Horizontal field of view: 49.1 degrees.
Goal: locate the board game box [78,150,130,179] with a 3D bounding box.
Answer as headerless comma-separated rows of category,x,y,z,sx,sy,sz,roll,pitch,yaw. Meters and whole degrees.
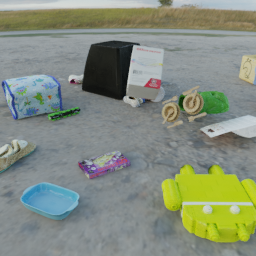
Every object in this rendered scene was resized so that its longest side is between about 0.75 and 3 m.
board game box,-0.759,1.150,9.004,1.456,0.235,0.874,-15,33,-29

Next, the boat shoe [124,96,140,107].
boat shoe,0.134,-1.519,14.140,0.501,0.578,1.355,-18,29,-17

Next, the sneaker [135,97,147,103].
sneaker,0.687,-1.601,14.641,0.501,0.345,0.900,-17,34,-21

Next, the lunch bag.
lunch bag,-4.602,-1.700,13.297,2.275,1.705,2.676,-14,38,-27

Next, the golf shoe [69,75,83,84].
golf shoe,-3.005,-2.993,17.542,1.457,0.549,0.667,-3,38,3

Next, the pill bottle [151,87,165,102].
pill bottle,1.250,-1.989,14.878,0.866,0.866,1.448,-9,27,-18

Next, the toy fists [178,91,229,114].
toy fists,3.277,-1.123,12.048,1.428,0.963,2.802,3,5,-11

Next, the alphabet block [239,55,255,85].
alphabet block,8.280,-3.721,17.753,1.585,1.577,1.615,-4,25,-13

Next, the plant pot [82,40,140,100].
plant pot,-0.707,-3.492,16.001,2.981,2.651,2.988,18,32,34

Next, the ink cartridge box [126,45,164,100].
ink cartridge box,0.781,-2.545,12.997,1.450,1.995,1.443,9,-15,-2

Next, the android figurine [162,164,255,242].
android figurine,2.170,1.819,7.167,2.547,0.575,2.798,1,23,2

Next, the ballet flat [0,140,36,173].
ballet flat,-3.773,0.763,9.275,0.691,0.640,1.960,3,24,18

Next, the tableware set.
tableware set,1.997,-0.768,10.659,1.806,1.194,0.362,-22,-20,38

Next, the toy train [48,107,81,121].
toy train,-2.891,-0.662,12.734,1.575,0.329,0.444,-21,22,-38

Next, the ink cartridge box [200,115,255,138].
ink cartridge box,3.993,0.088,10.669,2.094,0.495,1.676,-16,10,3

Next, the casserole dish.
casserole dish,-2.004,1.906,7.260,1.598,0.310,0.968,11,28,24
